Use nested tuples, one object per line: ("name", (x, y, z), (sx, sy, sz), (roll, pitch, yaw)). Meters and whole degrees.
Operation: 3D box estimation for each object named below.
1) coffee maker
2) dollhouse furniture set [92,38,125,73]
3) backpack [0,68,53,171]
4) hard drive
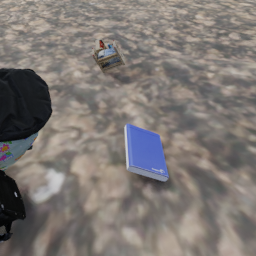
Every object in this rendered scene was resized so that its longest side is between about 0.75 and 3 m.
("coffee maker", (-2.580, 1.245, 4.273), (1.490, 1.432, 1.004), (-25, 45, -7))
("dollhouse furniture set", (-0.687, -2.685, 9.495), (0.840, 0.835, 1.192), (-17, 55, 13))
("backpack", (-2.850, 0.029, 5.111), (2.217, 2.656, 1.681), (6, 63, -43))
("hard drive", (0.383, 0.508, 6.270), (0.915, 0.176, 1.386), (19, 34, -17))
